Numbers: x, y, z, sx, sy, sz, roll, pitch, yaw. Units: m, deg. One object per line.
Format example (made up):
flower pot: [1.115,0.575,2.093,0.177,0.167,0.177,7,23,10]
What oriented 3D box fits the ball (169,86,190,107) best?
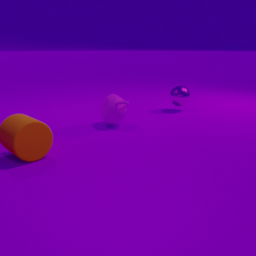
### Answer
ball: [1.979,-1.209,10.692,0.783,0.783,0.783,0,17,0]

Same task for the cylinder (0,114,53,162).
cylinder: [-2.323,0.200,6.348,0.911,0.911,0.911,-15,23,-41]

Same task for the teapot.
teapot: [-0.415,-0.551,8.829,0.746,0.947,1.523,10,-20,-25]
